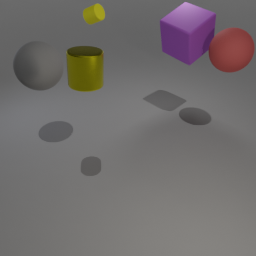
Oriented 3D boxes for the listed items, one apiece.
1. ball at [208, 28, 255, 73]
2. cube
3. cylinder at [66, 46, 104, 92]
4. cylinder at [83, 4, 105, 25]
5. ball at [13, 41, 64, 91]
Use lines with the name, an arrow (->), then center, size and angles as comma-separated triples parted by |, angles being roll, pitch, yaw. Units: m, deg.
ball -> 3.333, -2.508, 9.065 | 1.400, 1.400, 1.400 | 0, 33, 0
cube -> 2.168, -3.438, 10.220 | 1.400, 1.400, 1.400 | -40, 56, -18
cylinder -> -0.823, -1.154, 5.428 | 0.700, 0.700, 0.700 | 2, 31, -1
cylinder -> -1.487, -4.977, 12.259 | 0.700, 0.700, 0.700 | -4, 25, 37
ball -> -2.583, -1.793, 8.131 | 1.400, 1.400, 1.400 | 0, 33, 0
